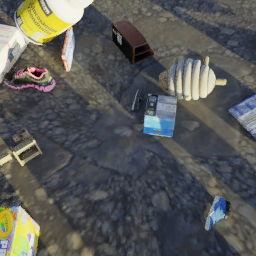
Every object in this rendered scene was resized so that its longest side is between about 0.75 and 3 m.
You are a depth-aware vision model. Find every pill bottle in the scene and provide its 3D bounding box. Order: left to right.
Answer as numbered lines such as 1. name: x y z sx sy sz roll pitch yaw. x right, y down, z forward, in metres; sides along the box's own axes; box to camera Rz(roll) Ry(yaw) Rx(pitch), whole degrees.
1. pill bottle: -2.669 -4.337 10.152 2.892 1.620 1.620 -18 47 37

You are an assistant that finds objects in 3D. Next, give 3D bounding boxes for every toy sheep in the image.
1. toy sheep: 2.123 -1.648 9.407 2.229 1.537 1.537 3 55 22

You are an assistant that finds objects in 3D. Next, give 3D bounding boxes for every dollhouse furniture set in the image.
1. dollhouse furniture set: -3.362 0.688 8.514 1.129 0.628 0.998 -33 38 -19

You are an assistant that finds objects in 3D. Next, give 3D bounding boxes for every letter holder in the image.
1. letter holder: 0.269 -3.466 10.975 1.168 0.827 1.644 -25 60 -17

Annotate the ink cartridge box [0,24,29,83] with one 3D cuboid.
1. ink cartridge box: -5.075 -3.055 10.596 1.675 0.963 2.861 13 57 8

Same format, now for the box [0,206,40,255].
1. box: -3.641 3.365 5.881 2.800 1.773 2.907 -1 56 -1

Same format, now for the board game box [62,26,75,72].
1. board game box: -2.255 -3.019 10.668 0.156 0.824 1.600 1 56 1

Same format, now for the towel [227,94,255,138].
1. towel: 4.602 -0.169 9.139 1.635 0.265 2.226 -28 59 -15

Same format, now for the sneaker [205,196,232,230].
1. sneaker: 2.433 2.321 7.411 0.556 0.383 0.999 21 54 21

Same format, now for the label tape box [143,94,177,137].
1. label tape box: 1.059 -0.433 9.193 0.978 0.451 1.365 8 55 5

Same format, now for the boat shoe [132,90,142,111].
1. boat shoe: 0.342 -0.944 9.639 0.241 0.285 0.801 13 65 7

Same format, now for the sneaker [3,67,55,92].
1. sneaker: -3.544 -1.852 9.870 1.879 0.896 0.742 5 58 5
